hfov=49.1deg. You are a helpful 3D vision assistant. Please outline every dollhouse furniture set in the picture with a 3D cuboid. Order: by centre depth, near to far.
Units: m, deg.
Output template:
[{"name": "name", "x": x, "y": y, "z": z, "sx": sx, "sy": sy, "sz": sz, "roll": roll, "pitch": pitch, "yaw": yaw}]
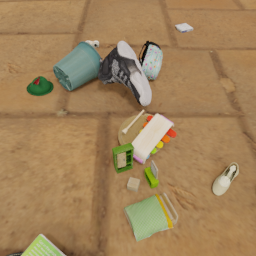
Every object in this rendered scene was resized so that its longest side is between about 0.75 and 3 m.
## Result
[{"name": "dollhouse furniture set", "x": 0.383, "y": 1.770, "z": 8.406, "sx": 1.363, "sy": 1.053, "sz": 2.726, "roll": -16, "pitch": 48, "yaw": -15}]

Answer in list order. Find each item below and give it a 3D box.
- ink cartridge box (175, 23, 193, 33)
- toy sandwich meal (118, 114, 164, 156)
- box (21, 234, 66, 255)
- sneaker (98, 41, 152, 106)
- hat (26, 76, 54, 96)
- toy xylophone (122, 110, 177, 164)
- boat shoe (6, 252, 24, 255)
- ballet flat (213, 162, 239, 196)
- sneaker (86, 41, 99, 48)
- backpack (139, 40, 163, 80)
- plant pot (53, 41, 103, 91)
[{"name": "ink cartridge box", "x": 3.322, "y": -5.947, "z": 16.637, "sx": 0.797, "sy": 0.162, "sz": 0.799, "roll": -19, "pitch": 48, "yaw": -17}, {"name": "toy sandwich meal", "x": 0.515, "y": 0.276, "z": 10.193, "sx": 1.846, "sy": 0.632, "sz": 1.846, "roll": 0, "pitch": 63, "yaw": 0}, {"name": "box", "x": -2.140, "y": 4.123, "z": 6.005, "sx": 2.069, "sy": 0.521, "sz": 2.866, "roll": 33, "pitch": 65, "yaw": 19}, {"name": "sneaker", "x": -0.201, "y": -1.977, "z": 11.533, "sx": 1.671, "sy": 1.108, "sz": 2.936, "roll": -28, "pitch": 74, "yaw": 22}, {"name": "hat", "x": -3.890, "y": -2.195, "z": 12.184, "sx": 1.403, "sy": 1.235, "sz": 1.162, "roll": 23, "pitch": 50, "yaw": 21}, {"name": "toy xylophone", "x": 0.694, "y": 0.190, "z": 9.622, "sx": 1.925, "sy": 0.484, "sz": 1.410, "roll": -41, "pitch": 69, "yaw": -14}, {"name": "boat shoe", "x": -2.331, "y": 3.426, "z": 7.090, "sx": 1.978, "sy": 0.597, "sz": 0.748, "roll": 1, "pitch": 45, "yaw": 1}, {"name": "ballet flat", "x": 3.168, "y": 1.591, "z": 9.000, "sx": 0.474, "sy": 0.474, "sz": 1.363, "roll": 31, "pitch": 53, "yaw": 27}, {"name": "sneaker", "x": -1.976, "y": -4.490, "z": 15.106, "sx": 0.871, "sy": 0.330, "sz": 0.401, "roll": -10, "pitch": 50, "yaw": -8}, {"name": "backpack", "x": 1.027, "y": -3.020, "z": 12.997, "sx": 1.061, "sy": 1.398, "sz": 1.676, "roll": 11, "pitch": 52, "yaw": 5}, {"name": "plant pot", "x": -2.256, "y": -2.639, "z": 12.423, "sx": 1.749, "sy": 1.749, "sz": 1.713, "roll": 34, "pitch": 62, "yaw": 29}]
